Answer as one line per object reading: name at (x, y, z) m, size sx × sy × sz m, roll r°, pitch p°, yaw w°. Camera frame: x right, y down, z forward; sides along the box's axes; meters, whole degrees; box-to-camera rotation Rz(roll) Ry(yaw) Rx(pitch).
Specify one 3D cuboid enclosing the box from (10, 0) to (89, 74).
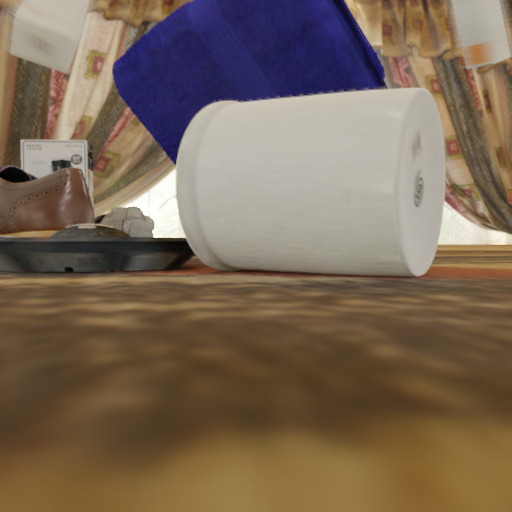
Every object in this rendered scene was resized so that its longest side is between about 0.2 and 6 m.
box at (-2.425, -2.734, 6.628) m, size 0.642 × 1.033 × 0.503 m, roll 15°, pitch -45°, yaw -18°

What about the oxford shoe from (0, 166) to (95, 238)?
oxford shoe at (-3.481, -0.580, 7.674) m, size 3.407 × 1.242 × 1.215 m, roll 1°, pitch 2°, yaw 27°

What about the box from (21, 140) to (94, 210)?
box at (-3.750, -1.089, 10.626) m, size 1.237 × 2.121 × 0.638 m, roll -2°, pitch 1°, yaw -8°

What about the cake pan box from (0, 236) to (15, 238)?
cake pan box at (-3.005, -0.042, 5.230) m, size 1.232 × 0.322 × 1.135 m, roll 0°, pitch 4°, yaw -2°

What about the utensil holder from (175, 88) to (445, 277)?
utensil holder at (0.440, -0.500, 4.082) m, size 1.578 × 1.341 × 1.341 m, roll 4°, pitch 3°, yaw 30°

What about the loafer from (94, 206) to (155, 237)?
loafer at (-2.152, -0.402, 8.641) m, size 0.859 × 0.860 × 2.461 m, roll 8°, pitch 0°, yaw -19°

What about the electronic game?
electronic game at (-1.445, -0.082, 4.910) m, size 1.918 × 0.399 × 1.918 m, roll 1°, pitch 1°, yaw 0°

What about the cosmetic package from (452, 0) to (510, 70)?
cosmetic package at (4.094, -4.149, 10.209) m, size 0.465 × 1.304 × 0.661 m, roll -25°, pitch 17°, yaw -20°

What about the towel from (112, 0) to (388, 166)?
towel at (-0.187, -3.009, 9.484) m, size 4.121 × 3.043 × 1.021 m, roll -22°, pitch 26°, yaw 33°
